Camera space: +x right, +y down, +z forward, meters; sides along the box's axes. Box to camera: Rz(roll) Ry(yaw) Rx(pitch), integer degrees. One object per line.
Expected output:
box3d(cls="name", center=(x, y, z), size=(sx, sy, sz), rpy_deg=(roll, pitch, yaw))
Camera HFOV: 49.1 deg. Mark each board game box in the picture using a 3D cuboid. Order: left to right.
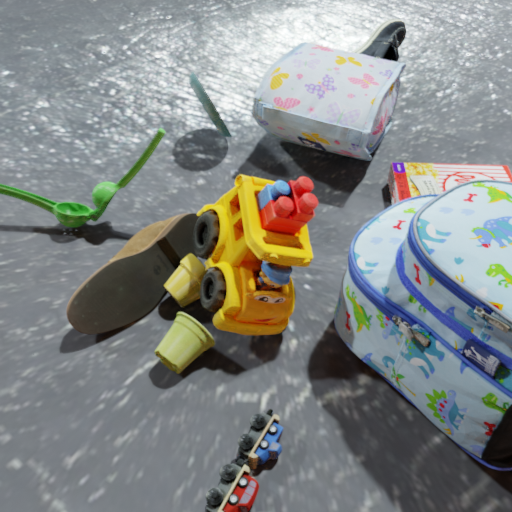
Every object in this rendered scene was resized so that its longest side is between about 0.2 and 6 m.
box3d(cls="board game box", center=(3.776, -1.050, 10.652), size=(2.299, 0.532, 1.741), rpy_deg=(2, 44, 2))

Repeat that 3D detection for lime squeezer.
box3d(cls="lime squeezer", center=(-3.063, -1.229, 10.180), size=(3.508, 1.239, 0.662), rpy_deg=(-15, 5, 11))

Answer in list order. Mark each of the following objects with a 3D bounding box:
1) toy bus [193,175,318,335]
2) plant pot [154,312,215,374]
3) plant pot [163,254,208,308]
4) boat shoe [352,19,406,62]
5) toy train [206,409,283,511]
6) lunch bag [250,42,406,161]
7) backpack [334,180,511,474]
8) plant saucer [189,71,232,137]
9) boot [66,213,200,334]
box3d(cls="toy bus", center=(0.176, -0.146, 8.257), size=(1.460, 2.066, 2.152), rpy_deg=(9, 58, -32))
box3d(cls="plant pot", center=(-1.088, 1.315, 8.173), size=(0.731, 0.731, 0.672), rpy_deg=(28, 62, 26))
box3d(cls="plant pot", center=(-1.087, 0.442, 9.022), size=(0.680, 0.723, 0.723), rpy_deg=(-40, 54, -12))
box3d(cls="boat shoe", center=(3.169, -5.055, 14.391), size=(1.019, 1.221, 3.272), rpy_deg=(30, 53, 17))
box3d(cls="toy train", center=(-0.251, 2.836, 6.744), size=(0.532, 0.397, 2.325), rpy_deg=(23, 49, 17))
box3d(cls="lunch bag", center=(1.531, -3.201, 11.953), size=(2.547, 1.909, 3.004), rpy_deg=(17, 37, 15))
box3d(cls="backpack", center=(2.995, 0.494, 7.620), size=(3.195, 2.566, 3.492), rpy_deg=(-28, 47, -31))
box3d(cls="plant saucer", center=(-1.021, -3.210, 12.073), size=(0.218, 1.587, 1.587), rpy_deg=(-31, 48, 3))
box3d(cls="boot", center=(-2.035, 0.259, 9.246), size=(1.054, 1.028, 2.794), rpy_deg=(5, 39, 46))
